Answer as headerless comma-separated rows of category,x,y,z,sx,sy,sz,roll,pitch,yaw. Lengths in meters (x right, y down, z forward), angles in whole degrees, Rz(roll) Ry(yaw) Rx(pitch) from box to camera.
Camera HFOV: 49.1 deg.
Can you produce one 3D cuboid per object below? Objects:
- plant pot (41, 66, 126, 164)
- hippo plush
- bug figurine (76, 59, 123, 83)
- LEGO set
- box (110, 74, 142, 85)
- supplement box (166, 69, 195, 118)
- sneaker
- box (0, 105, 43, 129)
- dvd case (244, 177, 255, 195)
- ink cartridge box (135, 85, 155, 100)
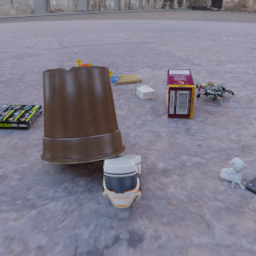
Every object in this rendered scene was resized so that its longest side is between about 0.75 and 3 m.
plant pot,-1.475,-0.501,8.617,2.632,2.606,2.632,-4,7,1
hippo plush,3.056,1.219,8.129,0.663,0.669,0.832,7,28,13
bug figurine,-1.665,-2.725,14.788,2.560,0.659,1.985,15,-15,-24
LEGO set,4.310,-2.025,14.344,1.868,0.815,2.876,-10,29,-18
box,-0.158,-2.926,16.819,1.632,0.174,1.334,-9,28,-17
supplement box,2.351,-1.647,12.857,1.141,1.470,2.664,2,27,6
sneaker,-0.169,1.347,7.626,1.079,1.092,2.751,-3,1,6
box,-4.734,-0.504,11.812,1.728,0.425,1.790,3,26,1
dvd case,4.807,1.612,7.881,2.471,0.197,1.837,-19,32,-33
ink cartridge box,0.869,-1.834,14.411,0.704,0.408,0.972,-11,29,-21
